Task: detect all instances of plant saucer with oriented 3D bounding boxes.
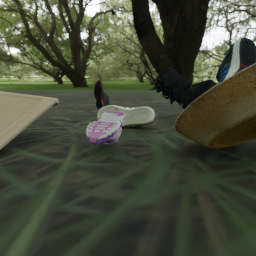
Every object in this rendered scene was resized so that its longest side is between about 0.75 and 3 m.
[{"bbox_3d":[2.113,-0.289,4.272,2.792,0.494,2.792,-17,-19,-6],"label":"plant saucer"}]

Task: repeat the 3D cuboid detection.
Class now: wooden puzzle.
[{"bbox_3d":[-2.883,-0.215,5.425,2.283,0.460,2.468,8,24,10],"label":"wooden puzzle"}]

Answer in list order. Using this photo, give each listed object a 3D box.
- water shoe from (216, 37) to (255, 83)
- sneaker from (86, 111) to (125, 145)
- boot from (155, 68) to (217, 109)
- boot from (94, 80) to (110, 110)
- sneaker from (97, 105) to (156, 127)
[{"bbox_3d":[3.074,-1.372,8.160,0.926,2.591,1.022,26,-19,-10],"label":"water shoe"},{"bbox_3d":[-0.353,0.091,4.848,0.478,0.525,1.188,10,20,12],"label":"sneaker"},{"bbox_3d":[1.892,-1.416,9.231,1.506,0.680,1.838,42,59,12],"label":"boot"},{"bbox_3d":[-0.966,-1.219,10.484,0.405,1.085,0.526,-3,-1,31],"label":"boot"},{"bbox_3d":[-0.016,-0.272,7.386,1.575,0.590,0.666,4,-3,20],"label":"sneaker"}]
